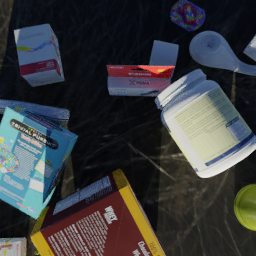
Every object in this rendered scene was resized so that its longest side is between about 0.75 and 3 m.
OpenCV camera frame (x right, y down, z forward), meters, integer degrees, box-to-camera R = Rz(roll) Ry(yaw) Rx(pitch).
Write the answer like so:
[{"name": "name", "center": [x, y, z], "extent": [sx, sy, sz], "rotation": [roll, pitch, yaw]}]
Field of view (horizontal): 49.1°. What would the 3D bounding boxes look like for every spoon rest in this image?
[{"name": "spoon rest", "center": [3.390, -2.497, 9.702], "extent": [2.643, 0.801, 1.313], "rotation": [30, 81, 18]}]

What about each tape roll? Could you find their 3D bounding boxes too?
[{"name": "tape roll", "center": [1.148, -2.246, 9.333], "extent": [0.823, 1.199, 1.199], "rotation": [13, 81, 2]}]

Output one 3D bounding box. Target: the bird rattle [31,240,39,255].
[{"name": "bird rattle", "center": [-2.634, 3.528, 8.843], "extent": [0.748, 0.517, 0.917], "rotation": [33, 79, 21]}]

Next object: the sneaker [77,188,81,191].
[{"name": "sneaker", "center": [-1.210, 2.114, 9.164], "extent": [0.924, 0.356, 0.378], "rotation": [19, 54, 3]}]

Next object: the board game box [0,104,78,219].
[{"name": "board game box", "center": [-3.086, 1.027, 8.592], "extent": [2.144, 0.667, 2.840], "rotation": [28, 105, 4]}]

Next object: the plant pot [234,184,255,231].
[{"name": "plant pot", "center": [4.223, 2.484, 8.493], "extent": [1.484, 1.429, 1.484], "rotation": [0, 81, 0]}]

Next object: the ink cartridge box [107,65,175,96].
[{"name": "ink cartridge box", "center": [0.357, -1.454, 8.916], "extent": [2.021, 1.781, 0.452], "rotation": [1, 81, 1]}]

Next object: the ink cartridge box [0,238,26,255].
[{"name": "ink cartridge box", "center": [-3.793, 3.890, 8.771], "extent": [1.065, 0.444, 0.773], "rotation": [-2, 81, 0]}]

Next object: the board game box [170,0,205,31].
[{"name": "board game box", "center": [2.170, -4.128, 10.105], "extent": [1.269, 0.247, 1.003], "rotation": [33, 83, 5]}]

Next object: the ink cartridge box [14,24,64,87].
[{"name": "ink cartridge box", "center": [-2.929, -2.403, 9.358], "extent": [1.175, 1.181, 1.625], "rotation": [-12, 81, -2]}]

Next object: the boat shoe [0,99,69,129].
[{"name": "boat shoe", "center": [-3.203, -0.391, 9.061], "extent": [2.678, 0.964, 0.831], "rotation": [11, 94, 15]}]

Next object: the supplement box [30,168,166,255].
[{"name": "supplement box", "center": [-0.707, 3.081, 7.883], "extent": [2.713, 1.802, 2.676], "rotation": [-28, 98, -5]}]

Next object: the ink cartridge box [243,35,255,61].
[{"name": "ink cartridge box", "center": [5.082, -2.723, 9.653], "extent": [1.666, 0.702, 1.205], "rotation": [37, 83, 5]}]

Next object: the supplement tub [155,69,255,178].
[{"name": "supplement tub", "center": [2.296, -0.154, 8.583], "extent": [2.039, 2.039, 2.813], "rotation": [-32, 83, -5]}]
